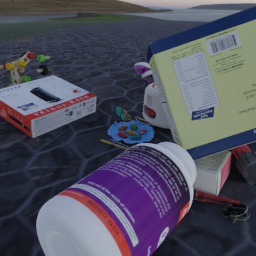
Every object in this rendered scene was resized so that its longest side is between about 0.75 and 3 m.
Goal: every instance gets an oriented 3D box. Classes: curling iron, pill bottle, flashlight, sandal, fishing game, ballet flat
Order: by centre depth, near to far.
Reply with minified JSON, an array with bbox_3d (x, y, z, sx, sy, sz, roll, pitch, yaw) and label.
[{"bbox_3d":[0.045,1.328,4.938,1.661,1.661,2.953,19,32,34],"label":"pill bottle"},{"bbox_3d":[1.562,1.537,6.116,2.074,0.265,0.514,15,30,27],"label":"curling iron"},{"bbox_3d":[2.968,0.477,7.614,0.853,0.856,2.518,3,25,0],"label":"flashlight"},{"bbox_3d":[0.109,0.049,9.124,1.544,0.335,2.156,20,32,30],"label":"fishing game"},{"bbox_3d":[-0.151,-0.512,10.325,0.345,0.324,0.955,10,20,-28],"label":"ballet flat"},{"bbox_3d":[1.234,-2.566,13.930,2.918,1.187,0.717,28,78,43],"label":"sandal"}]

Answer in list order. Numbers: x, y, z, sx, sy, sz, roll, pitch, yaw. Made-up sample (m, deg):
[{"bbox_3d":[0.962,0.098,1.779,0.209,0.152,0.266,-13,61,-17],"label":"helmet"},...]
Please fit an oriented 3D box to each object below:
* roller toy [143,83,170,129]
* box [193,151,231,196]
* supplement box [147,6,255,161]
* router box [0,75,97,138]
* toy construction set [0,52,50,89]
[{"bbox_3d":[1.412,-0.861,9.702,1.730,1.325,1.896,11,25,12],"label":"roller toy"},{"bbox_3d":[1.933,1.017,6.698,0.751,0.640,1.175,11,27,31],"label":"box"},{"bbox_3d":[2.121,-0.990,6.678,2.689,2.686,1.805,-18,5,4],"label":"supplement box"},{"bbox_3d":[-3.062,-0.931,10.266,2.568,0.699,2.862,27,36,29],"label":"router box"},{"bbox_3d":[-4.680,-2.116,11.516,2.400,2.001,1.844,20,30,29],"label":"toy construction set"}]
